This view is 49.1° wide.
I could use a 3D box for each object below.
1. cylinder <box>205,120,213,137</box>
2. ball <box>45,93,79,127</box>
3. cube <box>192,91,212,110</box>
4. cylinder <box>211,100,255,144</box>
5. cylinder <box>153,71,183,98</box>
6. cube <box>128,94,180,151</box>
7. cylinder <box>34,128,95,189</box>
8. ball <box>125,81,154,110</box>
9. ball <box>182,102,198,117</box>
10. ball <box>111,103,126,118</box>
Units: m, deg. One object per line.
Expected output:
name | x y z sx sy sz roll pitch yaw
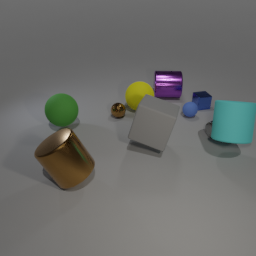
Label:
cylinder | 3.638 -0.005 11.447 0.700 0.700 0.700 -19 35 -36
ball | -2.800 -0.761 11.838 1.400 1.400 1.400 0 31 0
cube | 3.642 -1.358 13.868 0.700 0.700 0.700 -8 32 -12
cylinder | 3.768 -0.248 10.024 1.400 1.400 1.400 4 8 -1
cylinder | 2.076 -2.296 14.740 1.400 1.400 1.400 1 31 2
cube | 0.975 -0.229 10.376 1.400 1.400 1.400 21 26 6
cylinder | -1.991 0.957 8.916 1.400 1.400 1.400 -25 26 13
ball | 0.562 -1.528 13.466 1.400 1.400 1.400 0 31 0
ball | 2.882 -0.866 12.996 0.700 0.700 0.700 0 31 0
ball | -0.453 -0.830 12.997 0.700 0.700 0.700 0 31 0
